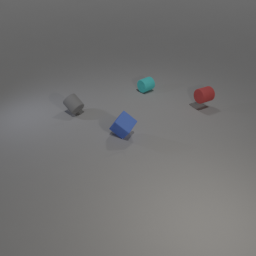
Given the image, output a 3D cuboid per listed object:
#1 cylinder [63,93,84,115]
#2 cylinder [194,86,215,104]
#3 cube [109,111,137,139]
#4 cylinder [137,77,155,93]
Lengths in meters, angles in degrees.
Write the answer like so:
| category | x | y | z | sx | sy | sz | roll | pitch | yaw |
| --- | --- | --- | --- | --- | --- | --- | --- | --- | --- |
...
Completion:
| category | x | y | z | sx | sy | sz | roll | pitch | yaw |
| --- | --- | --- | --- | --- | --- | --- | --- | --- | --- |
| cylinder | -2.475 | -1.095 | 12.770 | 0.700 | 0.700 | 0.700 | 48 | 48 | 10 |
| cylinder | 3.561 | -1.546 | 13.086 | 0.700 | 0.700 | 0.700 | -17 | 36 | -26 |
| cube | -0.191 | -0.115 | 11.139 | 0.700 | 0.700 | 0.700 | 38 | 57 | -5 |
| cylinder | 0.964 | -2.322 | 15.001 | 0.700 | 0.700 | 0.700 | -25 | 40 | -32 |
